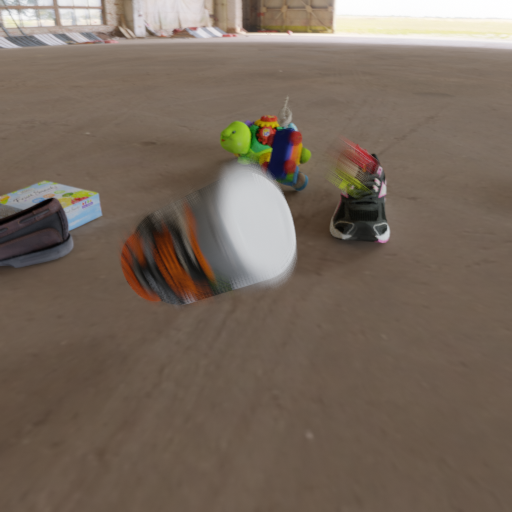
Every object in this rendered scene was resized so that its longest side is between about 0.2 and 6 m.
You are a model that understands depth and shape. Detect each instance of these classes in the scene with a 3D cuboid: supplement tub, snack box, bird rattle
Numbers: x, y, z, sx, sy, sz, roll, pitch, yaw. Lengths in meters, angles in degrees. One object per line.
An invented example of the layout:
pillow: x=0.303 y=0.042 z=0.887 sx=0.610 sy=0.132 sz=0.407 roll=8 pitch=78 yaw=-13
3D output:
supplement tub: x=-0.744 y=-0.140 z=7.741 sx=2.339 sy=1.433 sz=1.433 roll=-20 pitch=9 yaw=40
snack box: x=-4.530 y=-1.036 z=12.125 sx=1.758 sy=0.595 sz=1.482 roll=13 pitch=30 yaw=27
bird rattle: x=1.414 y=-1.388 z=8.577 sx=0.412 sy=0.731 sz=0.596 roll=-10 pitch=37 yaw=-23

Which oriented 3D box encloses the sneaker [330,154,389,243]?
sneaker: x=2.203 y=-1.331 z=11.898 sx=1.237 sy=1.329 sz=3.079 roll=2 pitch=27 yaw=6

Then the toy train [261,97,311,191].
toy train: x=0.923 y=-2.681 z=13.654 sx=0.870 sy=2.056 sz=1.189 roll=3 pitch=-14 yaw=39

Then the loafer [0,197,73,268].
loafer: x=-5.126 y=-0.272 z=10.006 sx=3.503 sy=1.103 sz=1.259 roll=-15 pitch=30 yaw=-27

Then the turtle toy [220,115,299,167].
turtle toy: x=0.122 y=-3.246 z=15.773 sx=2.548 sy=1.288 sz=1.857 roll=-18 pitch=32 yaw=-32
